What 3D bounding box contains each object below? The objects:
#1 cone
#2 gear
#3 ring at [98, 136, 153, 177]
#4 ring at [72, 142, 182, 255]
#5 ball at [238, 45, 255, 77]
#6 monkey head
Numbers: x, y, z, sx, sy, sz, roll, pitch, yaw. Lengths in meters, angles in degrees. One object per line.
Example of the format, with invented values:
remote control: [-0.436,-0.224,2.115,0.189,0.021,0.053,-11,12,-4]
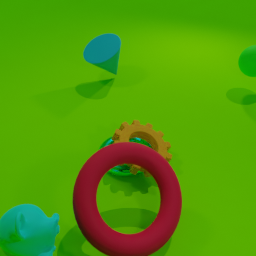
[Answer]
cone: [-0.617,-2.189,9.300,1.285,1.289,1.285,-11,56,16]
gear: [0.305,0.421,6.158,1.343,0.248,1.343,14,47,-15]
ring: [-0.023,0.597,6.545,1.382,0.276,1.382,0,36,0]
ring: [0.033,1.181,4.757,1.935,0.387,1.935,6,72,-17]
ball: [3.908,-2.053,8.610,0.964,0.964,0.964,0,38,0]
monkey head: [-1.610,1.797,4.444,0.925,1.535,1.104,12,56,-26]
